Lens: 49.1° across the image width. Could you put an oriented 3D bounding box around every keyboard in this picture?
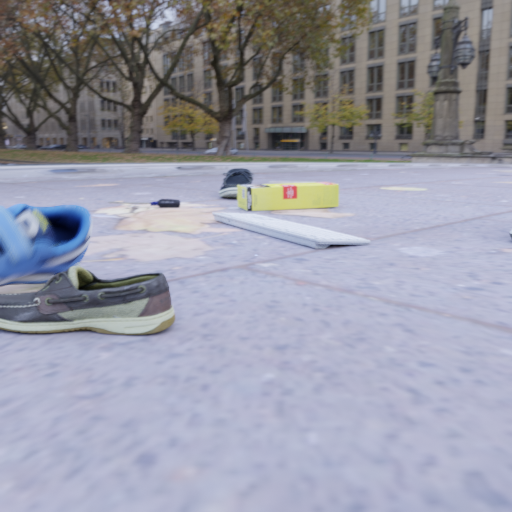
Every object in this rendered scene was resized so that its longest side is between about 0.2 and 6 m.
[{"bbox_3d":[0.474,-0.560,10.669,1.108,0.210,3.935,-6,13,-29],"label":"keyboard"}]

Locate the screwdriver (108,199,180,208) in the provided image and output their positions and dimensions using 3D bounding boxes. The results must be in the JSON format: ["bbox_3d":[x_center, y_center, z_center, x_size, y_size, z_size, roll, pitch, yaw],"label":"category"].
[{"bbox_3d":[-2.884,-1.320,14.450,1.853,0.270,0.259,-4,11,-2],"label":"screwdriver"}]

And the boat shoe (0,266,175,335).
[{"bbox_3d":[-1.623,0.371,5.132,1.773,0.583,0.633,1,12,6],"label":"boat shoe"}]

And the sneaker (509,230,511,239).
[{"bbox_3d":[5.687,-0.941,9.720,2.927,1.324,0.973,-5,13,-24],"label":"sneaker"}]

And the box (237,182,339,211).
[{"bbox_3d":[0.817,-1.537,14.380,2.491,0.624,0.937,-3,12,-15],"label":"box"}]

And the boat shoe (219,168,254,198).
[{"bbox_3d":[-0.588,-2.285,17.488,1.057,0.882,2.833,2,13,2],"label":"boat shoe"}]

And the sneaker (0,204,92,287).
[{"bbox_3d":[-2.730,-0.093,5.849,0.957,0.860,2.326,-41,-11,35],"label":"sneaker"}]
